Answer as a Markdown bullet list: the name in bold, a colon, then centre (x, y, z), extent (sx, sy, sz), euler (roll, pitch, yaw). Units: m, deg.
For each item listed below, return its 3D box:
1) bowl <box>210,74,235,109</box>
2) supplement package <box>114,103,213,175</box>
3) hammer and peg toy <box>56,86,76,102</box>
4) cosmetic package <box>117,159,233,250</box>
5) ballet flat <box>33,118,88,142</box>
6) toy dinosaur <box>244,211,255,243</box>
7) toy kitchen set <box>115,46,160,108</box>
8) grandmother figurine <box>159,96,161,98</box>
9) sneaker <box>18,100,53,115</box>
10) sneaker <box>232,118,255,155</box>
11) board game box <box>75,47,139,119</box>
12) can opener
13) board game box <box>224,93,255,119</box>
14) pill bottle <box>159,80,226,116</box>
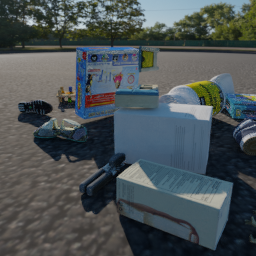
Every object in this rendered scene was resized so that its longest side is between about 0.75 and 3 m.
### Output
- **bowl**: centre (4.692, -1.846, 14.147), extent (1.689, 1.692, 0.631), euler (-18, 10, -43)
- **supplement package**: centre (1.074, 0.170, 8.378), extent (2.650, 1.607, 1.587), euler (6, 21, 17)
- **hammer and peg toy**: centre (-2.916, -1.898, 15.575), extent (1.963, 0.692, 1.444), euler (-3, 18, -7)
- **cosmetic package**: centre (0.918, 1.459, 5.771), extent (2.127, 0.928, 1.099), euler (12, 22, 31)
- **ballet flat**: centre (-2.459, 0.010, 10.133), extent (2.166, 0.779, 0.779), euler (5, 20, 15)
- **toy dinosaur**: centre (2.686, 1.920, 5.185), extent (0.811, 0.467, 1.605), euler (4, 20, 7)
- **toy kitchen set**: centre (0.335, -1.641, 8.585), extent (1.241, 1.688, 2.107), euler (2, 15, 5)
- **grandmother figurine**: centre (2.174, -1.512, 14.937), extent (1.483, 0.449, 0.899), euler (5, 42, 6)
- **sneaker**: centre (-4.209, -1.098, 13.359), extent (1.823, 0.690, 1.053), euler (5, 17, 17)
- **sneaker**: centre (4.784, 0.217, 9.324), extent (2.546, 0.892, 1.381), euler (-4, 22, -3)
- **board game box**: centre (-0.848, -2.021, 12.227), extent (2.896, 2.835, 0.809), euler (-12, 29, -38)
- **can opener**: centre (-0.638, 1.150, 7.302), extent (0.445, 0.562, 1.691), euler (11, 27, 27)
- **board game box**: centre (5.612, -1.056, 13.196), extent (1.808, 0.562, 2.395), euler (4, 22, 5)
- **pill bottle**: centre (2.605, -1.017, 11.663), extent (2.954, 1.644, 1.644), euler (-17, 26, -39)
